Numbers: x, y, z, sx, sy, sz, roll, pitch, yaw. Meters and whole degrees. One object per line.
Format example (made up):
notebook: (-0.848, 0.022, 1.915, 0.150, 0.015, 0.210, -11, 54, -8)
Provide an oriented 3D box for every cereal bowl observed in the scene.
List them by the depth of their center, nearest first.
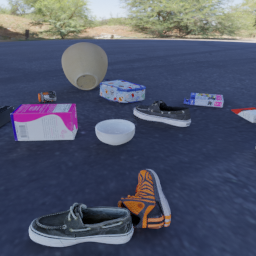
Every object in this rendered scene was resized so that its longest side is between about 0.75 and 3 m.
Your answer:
cereal bowl: (-0.469, 0.212, 10.357, 1.477, 0.615, 1.477, 0, 22, 0)

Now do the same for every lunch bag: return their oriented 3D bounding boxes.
lunch bag: (-0.310, -2.105, 15.521, 1.981, 0.934, 2.473, -15, 28, -36)

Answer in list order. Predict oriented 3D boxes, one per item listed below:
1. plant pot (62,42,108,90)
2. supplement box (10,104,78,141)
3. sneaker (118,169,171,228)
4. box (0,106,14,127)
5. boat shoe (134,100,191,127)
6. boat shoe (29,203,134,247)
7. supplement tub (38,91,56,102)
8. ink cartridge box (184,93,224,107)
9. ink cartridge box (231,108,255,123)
plant pot: (-2.541, -3.404, 16.914, 2.832, 2.832, 1.901, -4, 54, -10)
supplement box: (-3.131, -0.237, 10.760, 2.212, 1.120, 1.143, 0, 23, 0)
sneaker: (0.259, 1.637, 6.806, 1.076, 0.745, 1.921, -3, 23, -10)
box: (-5.723, -0.477, 12.025, 1.061, 0.593, 1.503, 1, 23, 11)
boat shoe: (1.464, -0.791, 12.346, 2.768, 0.917, 0.968, 17, 28, 35)
boat shoe: (-0.993, 1.954, 5.977, 2.223, 0.788, 0.801, -1, 23, -3)
supplement tub: (-4.308, -1.666, 14.934, 0.876, 0.537, 0.537, -9, 24, -20)
ink cartridge box: (3.969, -1.504, 14.765, 1.981, 0.416, 1.182, 4, 23, 14)
ink cartridge box: (5.851, -0.764, 12.955, 1.369, 0.404, 1.711, -6, 25, -13)
